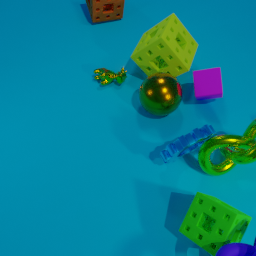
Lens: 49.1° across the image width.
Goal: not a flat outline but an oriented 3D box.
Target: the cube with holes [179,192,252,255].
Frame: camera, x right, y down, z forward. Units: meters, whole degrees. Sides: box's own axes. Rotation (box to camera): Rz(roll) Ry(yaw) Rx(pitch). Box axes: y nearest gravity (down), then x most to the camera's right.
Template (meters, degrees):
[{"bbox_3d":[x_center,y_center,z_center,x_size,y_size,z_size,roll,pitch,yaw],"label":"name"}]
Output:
[{"bbox_3d":[1.870,2.059,5.992,0.938,0.938,0.938,25,90,44],"label":"cube with holes"}]

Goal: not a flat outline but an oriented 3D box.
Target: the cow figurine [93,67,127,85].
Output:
[{"bbox_3d":[-0.569,-1.795,9.495,0.961,0.536,0.977,-24,42,-26],"label":"cow figurine"}]

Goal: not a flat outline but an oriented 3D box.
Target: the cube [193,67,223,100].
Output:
[{"bbox_3d":[2.461,-1.333,8.614,0.793,0.793,0.793,-6,85,18],"label":"cube"}]

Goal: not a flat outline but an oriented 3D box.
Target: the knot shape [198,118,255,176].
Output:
[{"bbox_3d":[2.876,0.435,7.007,2.029,1.898,0.937,-17,73,-23],"label":"knot shape"}]

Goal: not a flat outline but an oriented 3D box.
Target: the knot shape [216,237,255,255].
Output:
[{"bbox_3d":[2.398,2.507,5.166,0.780,1.688,1.580,10,69,59],"label":"knot shape"}]

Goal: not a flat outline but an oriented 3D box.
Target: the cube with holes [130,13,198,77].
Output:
[{"bbox_3d":[1.204,-2.512,9.122,1.363,1.363,1.363,43,52,-24],"label":"cube with holes"}]

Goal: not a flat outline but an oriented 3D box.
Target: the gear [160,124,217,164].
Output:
[{"bbox_3d":[1.543,0.431,7.213,1.495,1.495,0.277,-23,71,-16],"label":"gear"}]

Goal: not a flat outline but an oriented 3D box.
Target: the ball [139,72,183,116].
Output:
[{"bbox_3d":[0.979,-1.013,8.426,1.309,1.309,1.309,0,54,0],"label":"ball"}]

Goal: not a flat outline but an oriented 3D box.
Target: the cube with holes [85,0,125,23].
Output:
[{"bbox_3d":[-0.951,-5.275,11.266,1.289,1.289,1.289,-13,68,-12],"label":"cube with holes"}]
